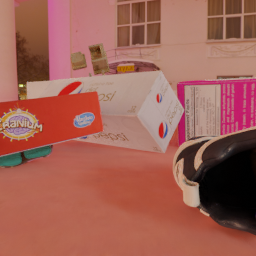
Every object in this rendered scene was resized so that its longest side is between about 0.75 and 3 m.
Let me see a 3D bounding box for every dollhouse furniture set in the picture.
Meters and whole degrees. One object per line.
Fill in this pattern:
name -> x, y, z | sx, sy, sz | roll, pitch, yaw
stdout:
dollhouse furniture set -> -1.492, -1.007, 7.620 | 2.179, 1.927, 1.211 | -12, -19, 0

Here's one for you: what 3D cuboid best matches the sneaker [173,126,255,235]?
sneaker -> 1.159, 0.310, 1.799 | 1.795, 0.717, 1.168 | 1, 7, 15

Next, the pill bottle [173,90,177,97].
pill bottle -> 1.507, -0.424, 6.440 | 1.413, 0.797, 0.797 | 10, -2, -42

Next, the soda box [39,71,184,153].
soda box -> -0.531, -0.327, 5.252 | 2.917, 0.929, 0.993 | 4, -35, 41

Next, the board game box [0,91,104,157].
board game box -> -2.008, 0.017, 3.491 | 2.714, 0.547, 2.076 | -14, 10, -41

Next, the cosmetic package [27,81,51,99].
cosmetic package -> -2.396, -1.120, 11.906 | 2.585, 1.594, 2.593 | 3, 6, 31

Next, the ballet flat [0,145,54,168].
ballet flat -> -1.366, 0.335, 3.635 | 0.788, 0.272, 0.280 | -13, 1, -15

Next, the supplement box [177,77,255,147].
supplement box -> 2.157, -0.270, 4.782 | 2.379, 1.229, 1.204 | 5, 13, 33
